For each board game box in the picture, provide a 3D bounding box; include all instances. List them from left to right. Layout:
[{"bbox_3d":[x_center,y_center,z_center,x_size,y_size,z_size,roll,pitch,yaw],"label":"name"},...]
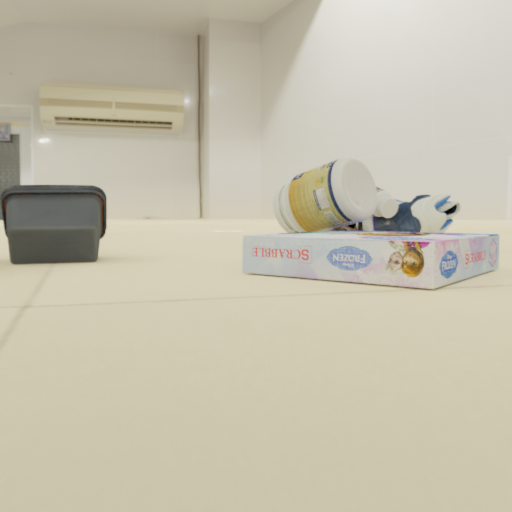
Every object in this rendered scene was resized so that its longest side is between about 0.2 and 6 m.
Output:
[{"bbox_3d":[1.639,-0.042,7.744,2.652,0.546,2.645,3,6,36],"label":"board game box"}]

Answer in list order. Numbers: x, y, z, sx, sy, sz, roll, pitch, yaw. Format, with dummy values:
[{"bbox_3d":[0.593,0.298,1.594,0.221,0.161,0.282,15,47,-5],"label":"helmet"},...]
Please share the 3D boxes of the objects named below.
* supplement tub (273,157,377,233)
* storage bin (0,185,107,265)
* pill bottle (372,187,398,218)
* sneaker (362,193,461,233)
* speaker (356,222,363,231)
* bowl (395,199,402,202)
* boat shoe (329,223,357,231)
[{"bbox_3d":[1.140,-0.963,9.509,1.527,1.103,1.103,-15,-7,44],"label":"supplement tub"},{"bbox_3d":[-3.369,-0.380,9.355,1.722,1.253,1.157,-1,33,-16],"label":"storage bin"},{"bbox_3d":[2.429,-1.091,11.279,0.541,0.541,0.903,-2,22,-24],"label":"pill bottle"},{"bbox_3d":[3.479,-0.797,12.184,1.922,1.058,2.625,-11,7,24],"label":"sneaker"},{"bbox_3d":[2.219,-0.850,15.812,2.094,0.850,0.850,4,6,43],"label":"speaker"},{"bbox_3d":[3.921,-0.979,15.244,2.005,0.393,2.005,26,-7,3],"label":"bowl"},{"bbox_3d":[1.784,-0.468,11.376,0.732,0.734,2.028,11,10,15],"label":"boat shoe"}]
